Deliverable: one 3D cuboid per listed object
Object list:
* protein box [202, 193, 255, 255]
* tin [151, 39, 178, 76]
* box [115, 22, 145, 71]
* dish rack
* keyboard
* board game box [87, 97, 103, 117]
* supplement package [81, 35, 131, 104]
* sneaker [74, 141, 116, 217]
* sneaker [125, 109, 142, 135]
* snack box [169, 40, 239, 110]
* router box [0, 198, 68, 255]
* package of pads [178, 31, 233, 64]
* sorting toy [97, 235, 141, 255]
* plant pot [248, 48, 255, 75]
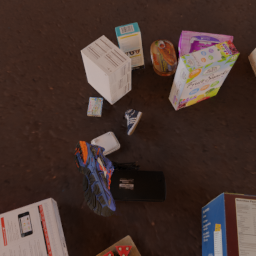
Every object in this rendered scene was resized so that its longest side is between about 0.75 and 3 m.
[{"bbox_3d":[3.186,3.375,7.858,1.686,2.481,2.499,5,64,3],"label":"protein box"},{"bbox_3d":[1.536,-3.056,12.172,1.034,0.387,1.847,-3,64,-6],"label":"tin"},{"bbox_3d":[0.116,-3.121,11.119,0.874,2.125,0.522,-13,63,1],"label":"box"},{"bbox_3d":[-0.847,0.578,10.496,0.933,0.203,0.800,-26,68,-11],"label":"dish rack"},{"bbox_3d":[-0.015,1.836,9.800,2.695,0.534,1.403,1,77,7],"label":"keyboard"},{"bbox_3d":[-1.310,-0.847,11.214,0.531,0.135,0.790,4,64,2],"label":"board game box"},{"bbox_3d":[-0.787,-2.182,10.818,1.108,1.999,1.557,-40,71,-17],"label":"supplement package"},{"bbox_3d":[-0.875,1.476,8.939,1.101,1.058,2.808,0,46,-28],"label":"sneaker"},{"bbox_3d":[0.066,-0.259,10.780,0.603,0.390,1.112,25,60,6],"label":"sneaker"},{"bbox_3d":[2.644,-1.816,10.265,1.905,2.678,0.709,-22,67,-11],"label":"snack box"},{"bbox_3d":[-3.189,3.870,8.629,2.451,0.667,2.731,-17,65,-8],"label":"router box"},{"bbox_3d":[3.313,-3.322,12.001,2.288,0.866,1.378,8,64,4],"label":"package of pads"},{"bbox_3d":[-0.174,4.175,8.618,1.233,0.432,1.240,-29,67,-13],"label":"sorting toy"},{"bbox_3d":[6.322,-2.461,11.027,2.150,2.147,1.903,-1,76,-1],"label":"plant pot"}]
